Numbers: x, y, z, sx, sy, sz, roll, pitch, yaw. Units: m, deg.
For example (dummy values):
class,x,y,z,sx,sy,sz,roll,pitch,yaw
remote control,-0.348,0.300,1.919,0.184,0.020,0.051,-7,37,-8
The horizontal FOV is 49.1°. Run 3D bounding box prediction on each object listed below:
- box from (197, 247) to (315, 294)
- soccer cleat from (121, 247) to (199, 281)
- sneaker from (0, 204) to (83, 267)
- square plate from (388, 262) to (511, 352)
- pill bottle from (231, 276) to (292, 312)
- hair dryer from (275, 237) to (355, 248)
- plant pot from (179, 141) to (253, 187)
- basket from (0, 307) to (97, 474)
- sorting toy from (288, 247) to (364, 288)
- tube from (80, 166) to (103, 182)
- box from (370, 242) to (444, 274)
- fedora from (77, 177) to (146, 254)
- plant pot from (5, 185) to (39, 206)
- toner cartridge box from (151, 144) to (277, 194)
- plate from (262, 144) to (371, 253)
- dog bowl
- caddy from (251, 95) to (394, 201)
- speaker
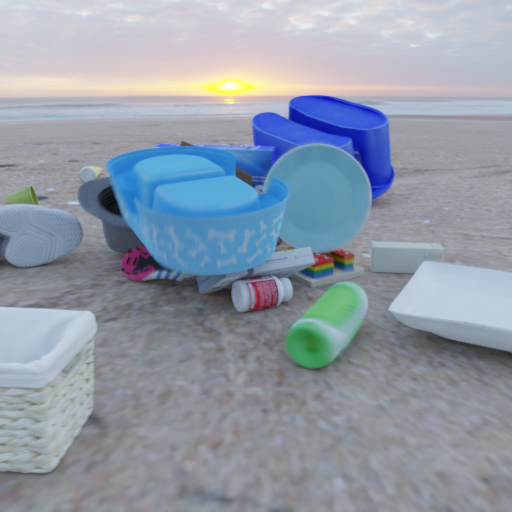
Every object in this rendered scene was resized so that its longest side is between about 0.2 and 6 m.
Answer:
class,x,y,z,sx,sy,sz,roll,pitch,yaw
box,-0.024,0.231,8.728,1.521,0.313,1.186,-8,-11,-25
soccer cleat,-1.546,0.205,9.374,1.736,0.606,0.750,-3,-25,40
sneaker,-4.831,-0.536,10.545,3.057,1.154,1.740,-7,21,-12
square plate,3.427,0.732,7.527,2.798,0.398,2.772,10,17,24
pill bottle,0.094,0.551,8.337,0.833,0.468,0.468,-7,19,-23
hair dryer,0.645,-0.332,10.950,2.209,0.600,1.682,5,-5,32
plant pot,-1.108,-1.751,13.921,1.917,1.791,1.791,13,17,-7
basket,-2.529,1.200,5.248,1.806,1.114,1.224,3,18,5
sorting toy,1.072,0.084,9.866,1.192,0.415,1.185,-12,21,-31
tube,-5.625,-2.829,18.929,0.571,0.511,1.969,37,3,-17
box,2.646,0.036,9.905,1.222,0.502,0.418,4,18,7
fedora,-2.083,-0.704,10.772,2.524,1.140,2.232,-12,36,-27
plant pot,-5.908,-1.365,14.110,0.662,0.720,0.720,-15,21,-10
toner cartridge box,-1.115,-2.143,14.961,3.289,1.562,0.710,3,18,11
plate,1.019,-0.972,9.514,1.838,1.838,0.235,3,11,9
dog bowl,-1.009,-0.836,8.848,2.191,0.974,3.930,-12,26,-24
caddy,1.799,-2.809,15.850,3.119,2.316,4.412,-31,41,-25
speaker,0.937,0.836,7.084,0.652,0.652,1.474,9,23,26
